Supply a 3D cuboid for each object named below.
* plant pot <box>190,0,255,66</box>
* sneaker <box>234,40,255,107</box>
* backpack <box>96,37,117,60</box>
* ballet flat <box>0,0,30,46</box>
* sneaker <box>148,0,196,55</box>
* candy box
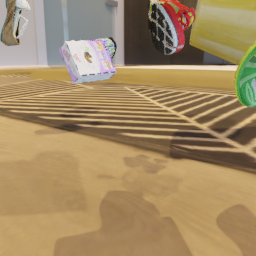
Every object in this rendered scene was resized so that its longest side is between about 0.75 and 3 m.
[{"bbox_3d":[3.246,-2.907,7.435,2.787,2.963,2.963,15,19,13],"label":"plant pot"},{"bbox_3d":[1.990,-0.931,3.820,0.575,1.551,0.648,1,34,-27],"label":"sneaker"},{"bbox_3d":[-1.201,-2.718,10.488,1.566,1.278,1.204,-9,59,-50],"label":"backpack"},{"bbox_3d":[-3.203,-3.268,8.075,0.670,1.852,0.628,14,9,2],"label":"ballet flat"},{"bbox_3d":[0.726,-1.717,4.414,0.733,0.665,1.726,-4,39,0],"label":"sneaker"},{"bbox_3d":[-1.197,-2.024,8.453,1.389,1.166,0.497,-17,-9,-42],"label":"candy box"}]
